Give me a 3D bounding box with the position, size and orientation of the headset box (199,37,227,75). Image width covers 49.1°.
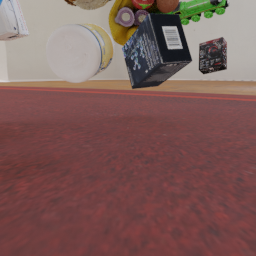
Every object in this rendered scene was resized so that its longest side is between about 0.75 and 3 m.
[{"bbox_3d":[3.311,-2.866,10.928,0.978,1.316,0.493,-7,-19,38],"label":"headset box"}]

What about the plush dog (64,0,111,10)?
[{"bbox_3d":[-1.047,-3.664,7.186,2.025,1.625,1.739,2,-4,9],"label":"plush dog"}]

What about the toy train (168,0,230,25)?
[{"bbox_3d":[2.077,-4.119,9.933,2.884,0.602,0.813,-4,-25,38],"label":"toy train"}]

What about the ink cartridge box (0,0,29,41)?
[{"bbox_3d":[-3.448,-3.067,7.542,0.742,1.265,1.727,-14,16,4],"label":"ink cartridge box"}]

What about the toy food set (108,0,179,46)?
[{"bbox_3d":[0.573,-3.193,7.347,1.550,2.634,0.860,13,32,-35],"label":"toy food set"}]

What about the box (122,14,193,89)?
[{"bbox_3d":[0.528,-1.499,5.676,0.712,0.987,1.330,-10,-9,-25],"label":"box"}]

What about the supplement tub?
[{"bbox_3d":[-1.369,-2.426,8.842,1.642,1.642,2.270,3,21,12],"label":"supplement tub"}]
